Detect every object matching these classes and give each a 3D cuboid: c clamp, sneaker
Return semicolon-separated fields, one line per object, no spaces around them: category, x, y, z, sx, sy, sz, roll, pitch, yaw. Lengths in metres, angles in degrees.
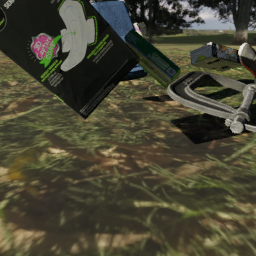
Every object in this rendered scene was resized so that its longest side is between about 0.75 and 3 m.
c clamp;1.915;-0.534;5.263;2.244;0.356;2.627;17;29;16
sneaker;3.827;-1.798;8.030;0.616;1.600;0.655;-47;17;-15

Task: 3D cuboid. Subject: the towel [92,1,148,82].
towel;-0.383;-3.149;10.255;1.649;2.953;0.717;-15;-7;-28

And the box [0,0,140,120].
box;-1.595;-1.975;5.962;1.799;2.894;2.150;-47;33;1

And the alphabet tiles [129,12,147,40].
alphabet tiles;-0.355;-3.660;11.950;2.314;2.366;0.173;0;30;10

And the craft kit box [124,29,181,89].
craft kit box;0.675;-1.673;7.306;1.573;0.382;1.553;43;-1;10

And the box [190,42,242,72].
box;2.880;-2.261;9.060;1.571;0.472;0.916;2;-7;-34
